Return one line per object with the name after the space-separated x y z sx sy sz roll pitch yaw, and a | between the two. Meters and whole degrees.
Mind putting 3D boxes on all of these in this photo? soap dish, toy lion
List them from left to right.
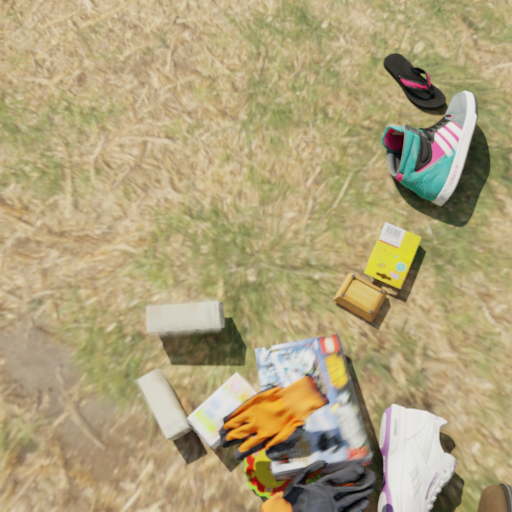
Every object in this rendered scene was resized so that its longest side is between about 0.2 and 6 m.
0.499 3.805 9.774 1.299 0.465 1.355 -28 69 -4 | toy lion
2.068 0.797 11.076 0.876 0.356 0.689 30 70 11 | soap dish

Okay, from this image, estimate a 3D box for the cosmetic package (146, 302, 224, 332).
-1.319 1.155 10.570 1.373 0.722 0.488 -4 83 2 | cosmetic package

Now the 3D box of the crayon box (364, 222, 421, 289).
2.754 0.031 11.424 0.805 0.322 1.269 25 68 10 | crayon box

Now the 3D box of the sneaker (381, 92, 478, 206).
3.658 -2.591 12.158 1.705 1.181 2.824 22 69 -1 | sneaker

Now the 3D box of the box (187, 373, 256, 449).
-0.550 2.780 10.071 1.195 0.605 0.672 -40 71 -15 | box

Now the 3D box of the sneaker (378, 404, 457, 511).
2.740 3.876 9.395 1.317 0.990 2.644 7 67 3 | sneaker

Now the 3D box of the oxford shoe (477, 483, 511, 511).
3.254 5.026 8.810 1.357 1.169 3.216 24 69 11 | oxford shoe

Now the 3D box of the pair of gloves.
0.583 3.207 8.818 2.111 0.293 2.369 -33 88 22 | pair of gloves

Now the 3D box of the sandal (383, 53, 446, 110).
3.706 -4.165 13.185 0.720 0.432 1.918 -32 70 -13 | sandal

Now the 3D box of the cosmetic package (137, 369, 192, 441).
-1.644 2.691 10.110 0.423 0.627 1.191 -29 71 -9 | cosmetic package

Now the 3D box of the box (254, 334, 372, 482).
0.931 2.582 9.806 1.617 0.471 2.361 -10 49 2 | box
